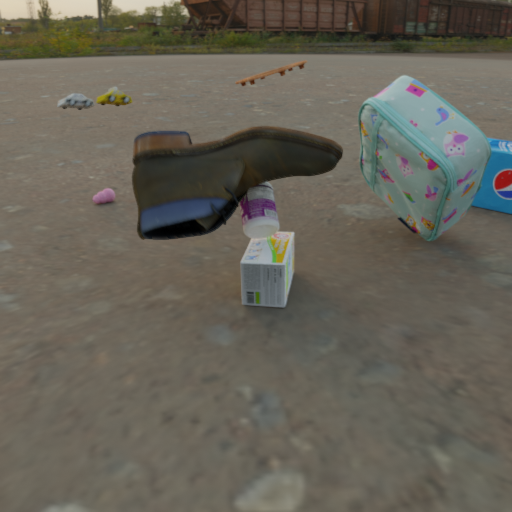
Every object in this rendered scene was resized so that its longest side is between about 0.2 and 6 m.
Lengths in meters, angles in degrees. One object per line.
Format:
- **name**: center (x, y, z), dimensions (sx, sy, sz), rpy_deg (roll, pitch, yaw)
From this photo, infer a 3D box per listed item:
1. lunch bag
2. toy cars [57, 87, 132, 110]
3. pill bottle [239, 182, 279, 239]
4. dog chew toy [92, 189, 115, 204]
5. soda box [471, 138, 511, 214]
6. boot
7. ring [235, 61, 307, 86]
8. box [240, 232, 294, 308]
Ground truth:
- **lunch bag**: center (2.786, -1.640, 9.933), dimensions (1.100, 2.854, 2.289), rpy_deg (-39, 67, -8)
- **toy cars**: center (-2.597, -2.540, 9.004), dimensions (1.155, 0.256, 0.518), rpy_deg (-7, 4, -6)
- **pill bottle**: center (0.018, -0.827, 8.790), dimensions (0.568, 0.568, 1.012), rpy_deg (-4, 67, -10)
- **dog chew toy**: center (-3.422, -1.313, 12.540), dimensions (0.502, 0.312, 0.312), rpy_deg (-27, 35, -32)
- **soda box**: center (6.208, -1.504, 11.680), dimensions (3.891, 1.320, 1.248), rpy_deg (18, 30, 35)
- **boot**: center (-0.314, -0.951, 8.074), dimensions (3.090, 1.498, 1.154), rpy_deg (0, -16, 10)
- **ring**: center (0.327, -3.844, 11.860), dimensions (1.580, 0.152, 1.580), rpy_deg (-16, 18, 5)
- **box**: center (0.205, 0.168, 8.755), dimensions (0.664, 0.736, 1.309), rpy_deg (3, 24, 9)
